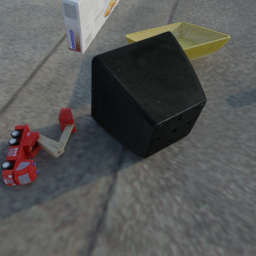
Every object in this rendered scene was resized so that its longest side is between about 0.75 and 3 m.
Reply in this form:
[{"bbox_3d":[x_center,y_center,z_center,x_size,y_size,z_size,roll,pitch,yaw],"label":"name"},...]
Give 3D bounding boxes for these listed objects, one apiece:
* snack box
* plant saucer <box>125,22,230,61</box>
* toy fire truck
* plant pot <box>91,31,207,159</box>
[{"bbox_3d":[-0.456,-2.883,5.687,0.362,1.071,2.979,18,58,9],"label":"snack box"},{"bbox_3d":[1.733,-3.113,10.448,2.864,0.694,2.864,-20,37,-19],"label":"plant saucer"},{"bbox_3d":[-2.261,0.437,7.394,1.601,0.553,2.270,-3,46,-3],"label":"toy fire truck"},{"bbox_3d":[0.598,-0.678,7.409,2.410,2.404,2.138,-26,64,-23],"label":"plant pot"}]
